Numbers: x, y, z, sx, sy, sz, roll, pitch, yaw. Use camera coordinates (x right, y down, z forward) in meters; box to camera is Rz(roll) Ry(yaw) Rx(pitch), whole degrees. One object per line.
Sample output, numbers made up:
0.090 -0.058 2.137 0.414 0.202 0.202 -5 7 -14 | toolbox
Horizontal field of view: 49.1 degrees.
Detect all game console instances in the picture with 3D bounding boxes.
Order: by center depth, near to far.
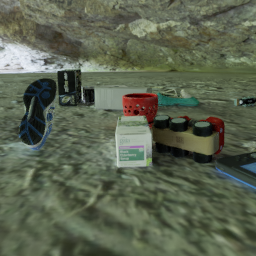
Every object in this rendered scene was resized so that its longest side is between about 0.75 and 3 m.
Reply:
3.260 0.299 4.983 2.209 1.531 2.588 -6 14 -25 | game console

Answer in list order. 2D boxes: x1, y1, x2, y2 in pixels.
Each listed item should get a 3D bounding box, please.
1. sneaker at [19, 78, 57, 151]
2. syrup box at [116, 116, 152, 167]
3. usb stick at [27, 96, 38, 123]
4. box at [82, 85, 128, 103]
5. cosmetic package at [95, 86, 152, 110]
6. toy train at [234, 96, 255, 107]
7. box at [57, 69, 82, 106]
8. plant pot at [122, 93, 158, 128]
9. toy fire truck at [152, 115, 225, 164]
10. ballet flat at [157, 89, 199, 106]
-2.273 -0.378 7.134 0.773 2.041 0.786 8 -29 -2 | sneaker
0.128 0.254 6.674 0.750 0.776 1.904 -2 14 0 | syrup box
-2.084 -0.416 6.134 0.125 0.213 0.768 33 30 -33 | usb stick
-1.225 -1.891 15.318 2.478 0.745 1.445 -3 14 -15 | box
-0.178 -1.353 12.608 2.390 1.078 1.277 1 10 13 | cosmetic package
5.718 -1.291 13.613 1.113 0.474 0.634 -8 7 -30 | toy train
-2.899 -2.080 14.126 0.889 1.690 2.064 0 15 -2 | box
0.399 -0.569 9.340 1.191 1.084 1.191 1 13 0 | plant pot
1.719 0.123 7.021 1.614 1.179 1.833 11 28 40 | toy fire truck
2.431 -1.491 13.642 2.198 0.774 0.740 0 20 0 | ballet flat
